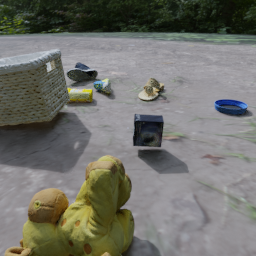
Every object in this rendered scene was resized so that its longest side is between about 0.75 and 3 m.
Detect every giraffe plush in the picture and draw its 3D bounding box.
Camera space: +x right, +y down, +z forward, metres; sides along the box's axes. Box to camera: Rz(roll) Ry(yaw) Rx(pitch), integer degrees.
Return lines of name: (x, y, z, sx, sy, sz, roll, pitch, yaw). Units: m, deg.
giraffe plush: (-0.897, 1.571, 4.576, 1.725, 1.836, 2.127, -6, 58, 11)

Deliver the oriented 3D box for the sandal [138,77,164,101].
sandal: (1.151, -2.055, 13.482, 0.920, 0.825, 2.509, 10, 25, 21)

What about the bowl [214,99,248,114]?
bowl: (4.201, -0.875, 11.483, 1.291, 0.253, 1.291, 0, 24, 0)

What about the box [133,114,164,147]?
box: (0.574, 0.075, 8.062, 0.827, 0.833, 0.514, 2, 26, -1)

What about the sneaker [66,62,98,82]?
sneaker: (-2.956, -3.281, 16.237, 1.988, 0.756, 1.437, -10, 34, -44)

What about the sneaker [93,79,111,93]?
sneaker: (-1.287, -2.014, 13.842, 0.858, 0.618, 1.633, -13, 17, 2)

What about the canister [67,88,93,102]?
canister: (-2.194, -1.460, 12.525, 1.182, 0.512, 0.878, 1, 23, -2)

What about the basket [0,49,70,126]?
basket: (-3.817, -1.494, 10.168, 2.641, 2.124, 2.617, -5, 23, 9)
